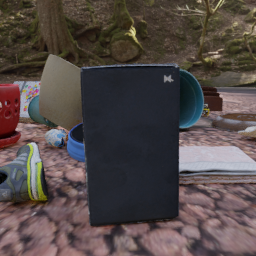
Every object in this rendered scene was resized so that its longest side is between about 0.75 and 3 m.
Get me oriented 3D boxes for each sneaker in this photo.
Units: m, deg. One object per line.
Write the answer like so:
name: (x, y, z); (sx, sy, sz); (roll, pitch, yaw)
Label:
sneaker: (-2.155, 0.832, 5.547); (0.872, 0.796, 2.155); (-8, 12, -22)
sneaker: (-2.221, 0.352, 8.891); (0.570, 0.575, 1.586); (-33, 1, -1)

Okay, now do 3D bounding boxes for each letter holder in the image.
letter holder: (4.681, -1.825, 17.294); (2.061, 1.465, 1.036); (-1, 11, -7)

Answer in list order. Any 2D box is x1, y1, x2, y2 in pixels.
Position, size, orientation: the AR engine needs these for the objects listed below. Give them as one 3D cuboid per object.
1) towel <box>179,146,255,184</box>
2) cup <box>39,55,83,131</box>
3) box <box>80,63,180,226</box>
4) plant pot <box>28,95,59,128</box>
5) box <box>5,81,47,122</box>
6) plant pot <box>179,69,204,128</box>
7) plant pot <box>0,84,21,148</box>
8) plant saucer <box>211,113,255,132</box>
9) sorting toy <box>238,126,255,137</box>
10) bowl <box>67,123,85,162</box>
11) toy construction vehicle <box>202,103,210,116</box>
towel: (1.949, 0.808, 6.719); (2.149, 0.346, 2.052); (0, 11, -4)
cup: (-2.009, -0.995, 9.805); (2.679, 1.916, 2.679); (30, -1, 1)
box: (-0.068, 0.079, 5.104); (1.470, 2.372, 2.332); (-4, 11, -9)
plant pot: (-3.266, -0.643, 11.519); (1.298, 1.298, 1.272); (-8, 22, -37)
box: (-4.651, -1.275, 13.424); (2.568, 2.002, 0.529); (5, -24, 19)
plant pot: (1.576, -1.074, 11.838); (2.331, 2.331, 2.190); (-6, -1, -30)
plant pot: (-4.429, -0.389, 8.711); (2.103, 1.915, 2.103); (1, 11, 0)
plant saucer: (5.100, -0.272, 12.021); (2.926, 0.469, 2.926); (0, 12, 0)
sorting toy: (4.544, 0.103, 9.587); (1.296, 0.769, 1.439); (0, 9, 44)
bowl: (-0.495, 0.216, 8.091); (2.562, 0.503, 2.562); (-5, 20, 2)
toy construction vehicle: (3.846, -0.944, 15.555); (1.550, 0.546, 1.350); (3, 22, 28)
